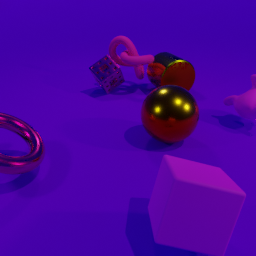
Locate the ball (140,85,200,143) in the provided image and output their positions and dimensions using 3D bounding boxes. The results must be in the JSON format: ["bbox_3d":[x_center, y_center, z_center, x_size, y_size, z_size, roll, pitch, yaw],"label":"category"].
[{"bbox_3d":[0.923,-0.306,6.218,1.292,1.292,1.292,0,28,0],"label":"ball"}]

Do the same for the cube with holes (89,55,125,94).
[{"bbox_3d":[-0.669,-1.727,9.060,0.743,0.743,0.743,-38,65,-5],"label":"cube with holes"}]

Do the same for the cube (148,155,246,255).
[{"bbox_3d":[0.850,1.000,3.774,0.899,0.899,0.899,14,11,-5],"label":"cube"}]

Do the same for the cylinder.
[{"bbox_3d":[1.383,-1.763,9.154,1.206,1.206,1.206,-9,29,-17],"label":"cylinder"}]

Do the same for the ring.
[{"bbox_3d":[-2.176,0.231,4.969,1.473,0.295,1.473,30,24,-15],"label":"ring"}]

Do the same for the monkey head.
[{"bbox_3d":[3.047,-0.724,6.879,0.846,1.009,1.403,-33,31,-16],"label":"monkey head"}]

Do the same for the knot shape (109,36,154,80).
[{"bbox_3d":[0.184,-2.231,9.040,1.622,0.749,1.518,37,-2,-29],"label":"knot shape"}]
